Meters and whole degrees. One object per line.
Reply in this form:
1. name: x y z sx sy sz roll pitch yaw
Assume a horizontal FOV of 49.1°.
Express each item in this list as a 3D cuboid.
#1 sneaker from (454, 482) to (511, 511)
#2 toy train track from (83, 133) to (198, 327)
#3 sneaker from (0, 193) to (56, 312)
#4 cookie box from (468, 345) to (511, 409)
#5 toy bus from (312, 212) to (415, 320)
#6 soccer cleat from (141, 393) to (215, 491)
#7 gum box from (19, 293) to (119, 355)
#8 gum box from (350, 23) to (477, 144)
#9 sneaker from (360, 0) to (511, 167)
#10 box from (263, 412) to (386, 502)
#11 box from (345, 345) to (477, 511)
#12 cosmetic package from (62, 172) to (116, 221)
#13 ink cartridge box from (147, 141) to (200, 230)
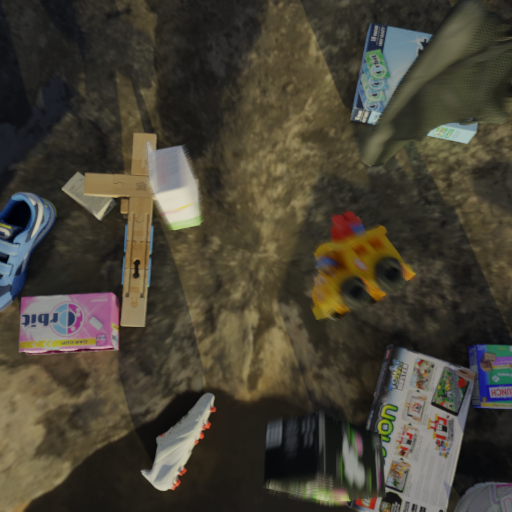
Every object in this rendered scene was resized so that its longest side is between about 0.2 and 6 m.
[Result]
1. sneaker: 4.703 4.392 9.675 2.636 1.163 1.072 -16 75 -5
2. toy train track: -2.366 -0.529 11.421 2.250 0.638 3.923 3 80 -6
3. sneaker: -4.929 -0.132 11.022 0.954 1.061 2.581 19 76 3
4. cookie box: 4.626 2.302 10.645 0.995 0.437 1.163 2 75 -1
5. toy bus: 1.481 0.113 9.050 1.594 1.082 1.530 -22 80 -20
6. soccer cleat: -1.405 3.329 10.272 0.739 0.660 1.906 27 79 10
7. gum box: -3.643 1.319 10.833 1.846 0.610 1.048 -3 74 -1
8. gum box: 3.572 -3.811 12.299 2.611 0.582 2.219 12 75 3
9. sneaker: 2.997 -2.303 8.945 1.762 3.076 1.176 35 41 -1
10. box: 0.959 2.853 7.829 1.421 1.056 0.883 28 50 -33
11. box: 2.865 3.332 10.307 1.662 0.524 3.019 18 75 5
12. cosmetic package: -3.482 -1.243 11.696 0.991 0.352 0.521 38 78 10
13. ink cartridge box: -1.085 -0.955 7.477 0.408 1.211 0.709 -10 64 3
